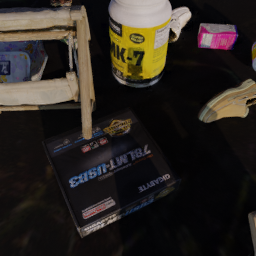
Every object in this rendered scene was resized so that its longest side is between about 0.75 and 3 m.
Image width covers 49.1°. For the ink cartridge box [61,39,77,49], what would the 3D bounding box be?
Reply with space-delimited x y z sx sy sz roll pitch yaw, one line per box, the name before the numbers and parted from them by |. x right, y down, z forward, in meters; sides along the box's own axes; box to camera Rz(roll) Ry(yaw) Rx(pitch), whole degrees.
ink cartridge box | -1.973 -3.222 9.941 0.839 0.201 0.611 33 80 24

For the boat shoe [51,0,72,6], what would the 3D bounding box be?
boat shoe | -2.801 -5.337 11.720 0.880 0.317 0.317 -5 51 -4

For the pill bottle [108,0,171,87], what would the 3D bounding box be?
pill bottle | 0.314 -2.759 7.896 1.694 2.964 1.694 0 51 0

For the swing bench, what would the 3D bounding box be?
swing bench | -2.327 -1.335 6.512 2.905 2.921 1.895 -2 28 -2

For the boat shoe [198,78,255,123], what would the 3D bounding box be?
boat shoe | 2.916 -0.635 7.644 2.225 0.797 0.847 -30 68 -22

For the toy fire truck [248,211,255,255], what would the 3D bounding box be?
toy fire truck | 2.432 2.071 4.344 2.086 2.370 1.525 -30 57 -22

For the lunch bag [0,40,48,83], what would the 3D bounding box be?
lunch bag | -3.427 -1.935 8.438 1.538 1.153 1.814 3 57 4

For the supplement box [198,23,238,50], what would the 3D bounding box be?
supplement box | 3.098 -3.200 9.780 1.215 0.628 0.615 6 52 4

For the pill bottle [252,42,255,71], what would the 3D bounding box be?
pill bottle | 4.338 -2.229 8.950 0.677 0.677 1.298 12 52 9

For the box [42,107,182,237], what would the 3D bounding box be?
box | -0.445 0.852 6.512 2.430 0.604 2.411 -22 53 -16

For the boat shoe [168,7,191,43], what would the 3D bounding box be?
boat shoe | 1.463 -3.371 9.823 2.428 0.860 0.842 -40 61 -17
